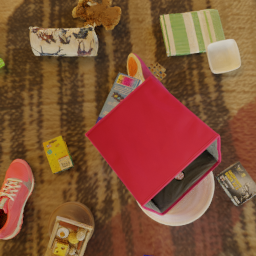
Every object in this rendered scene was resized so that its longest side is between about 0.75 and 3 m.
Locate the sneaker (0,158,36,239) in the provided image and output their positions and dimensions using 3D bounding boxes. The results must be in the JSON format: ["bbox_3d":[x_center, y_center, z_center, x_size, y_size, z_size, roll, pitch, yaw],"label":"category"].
[{"bbox_3d":[-4.124,2.507,9.980,1.075,1.265,2.917,7,77,1],"label":"sneaker"}]

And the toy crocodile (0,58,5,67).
[{"bbox_3d":[-6.325,-3.093,11.502,2.623,0.810,0.885,27,43,1],"label":"toy crocodile"}]

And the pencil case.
[{"bbox_3d":[-2.623,-3.572,11.417,2.801,1.090,1.253,0,88,0],"label":"pencil case"}]

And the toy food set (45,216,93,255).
[{"bbox_3d":[-1.538,2.955,7.178,0.958,0.403,1.335,19,104,-5],"label":"toy food set"}]

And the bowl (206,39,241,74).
[{"bbox_3d":[3.874,-2.896,11.513,1.284,0.480,1.286,-14,89,-2],"label":"bowl"}]

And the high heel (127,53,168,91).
[{"bbox_3d":[0.943,-1.910,11.361,1.328,0.932,2.768,-5,56,-38],"label":"high heel"}]

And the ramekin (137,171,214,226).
[{"bbox_3d":[1.528,1.975,10.056,2.763,1.347,2.763,0,78,0],"label":"ramekin"}]

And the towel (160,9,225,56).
[{"bbox_3d":[2.760,-4.085,11.972,2.562,0.300,1.954,-8,79,-4],"label":"towel"}]

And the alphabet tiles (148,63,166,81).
[{"bbox_3d":[1.079,-2.245,11.679,0.825,0.031,0.992,41,81,9],"label":"alphabet tiles"}]

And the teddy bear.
[{"bbox_3d":[-1.328,-4.909,12.010,2.241,0.748,1.625,9,70,10],"label":"teddy bear"}]

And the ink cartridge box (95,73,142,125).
[{"bbox_3d":[-0.277,-0.488,10.381,0.957,1.711,2.508,19,77,15],"label":"ink cartridge box"}]

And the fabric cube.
[{"bbox_3d":[0.836,0.645,8.161,2.537,2.586,2.578,-43,62,-2],"label":"fabric cube"}]

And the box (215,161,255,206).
[{"bbox_3d":[4.124,2.096,10.555,1.049,0.320,1.324,-31,80,-6],"label":"box"}]

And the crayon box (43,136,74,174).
[{"bbox_3d":[-2.683,1.032,10.790,0.814,0.326,1.282,-21,79,-5],"label":"crayon box"}]

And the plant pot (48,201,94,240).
[{"bbox_3d":[-2.079,3.404,9.688,1.676,1.462,1.676,0,76,1],"label":"plant pot"}]
